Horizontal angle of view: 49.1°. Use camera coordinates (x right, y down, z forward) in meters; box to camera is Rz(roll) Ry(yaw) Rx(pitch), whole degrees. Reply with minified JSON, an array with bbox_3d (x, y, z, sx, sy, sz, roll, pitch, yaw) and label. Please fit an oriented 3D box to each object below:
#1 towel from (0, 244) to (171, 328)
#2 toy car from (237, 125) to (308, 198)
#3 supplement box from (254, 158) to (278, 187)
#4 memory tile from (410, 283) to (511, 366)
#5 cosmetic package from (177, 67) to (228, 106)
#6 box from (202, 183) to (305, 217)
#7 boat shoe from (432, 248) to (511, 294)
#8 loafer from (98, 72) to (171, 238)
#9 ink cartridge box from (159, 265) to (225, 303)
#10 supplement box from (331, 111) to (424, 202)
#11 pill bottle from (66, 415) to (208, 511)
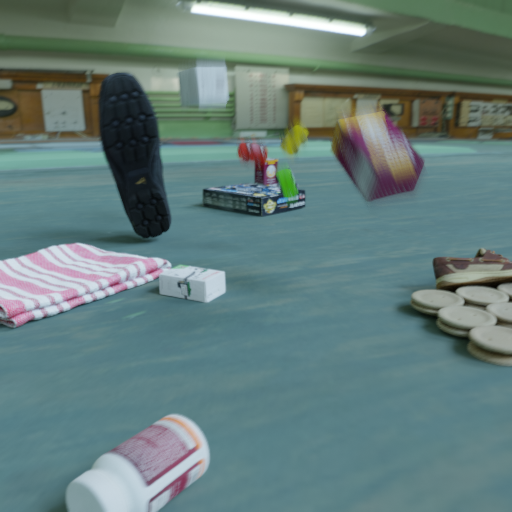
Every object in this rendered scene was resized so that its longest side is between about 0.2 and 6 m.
[{"bbox_3d":[-2.820,0.245,7.849,2.029,0.415,2.773,11,18,32],"label":"towel"},{"bbox_3d":[0.388,-1.466,9.046,1.165,1.096,0.260,-16,21,13],"label":"toy car"},{"bbox_3d":[0.282,-2.277,16.144,0.559,1.014,0.434,-13,20,-40],"label":"supplement box"},{"bbox_3d":[3.256,0.706,6.516,2.496,0.210,1.913,-3,15,-14],"label":"memory tile"},{"bbox_3d":[-1.001,-3.170,10.488,0.633,0.637,0.761,-14,15,-32],"label":"cosmetic package"},{"bbox_3d":[-0.062,-1.447,14.055,2.080,0.478,1.653,13,20,40],"label":"box"},{"bbox_3d":[3.149,0.144,7.587,1.580,0.569,0.570,-6,-24,-5],"label":"boat shoe"},{"bbox_3d":[-2.196,-1.756,9.967,1.026,3.023,1.061,-17,34,-15],"label":"loafer"},{"bbox_3d":[-0.853,0.367,7.572,0.739,0.312,0.540,7,16,25],"label":"ink cartridge box"},{"bbox_3d":[1.404,-1.193,6.640,0.648,0.511,0.990,-14,53,-18],"label":"supplement box"},{"bbox_3d":[-0.723,1.373,3.491,0.467,0.467,0.818,10,17,34],"label":"pill bottle"}]
